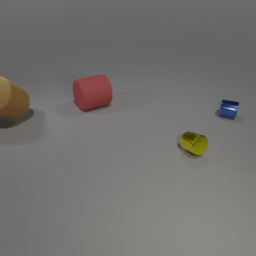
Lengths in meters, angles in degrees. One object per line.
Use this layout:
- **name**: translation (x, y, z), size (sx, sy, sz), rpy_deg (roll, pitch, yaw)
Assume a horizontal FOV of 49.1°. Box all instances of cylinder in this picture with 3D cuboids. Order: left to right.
- **cylinder**: translation (-4.894, -1.170, 11.163), size (1.400, 1.400, 1.400), rpy_deg (7, -9, 11)
- **cylinder**: translation (-1.629, -1.646, 12.825), size (1.400, 1.400, 1.400), rpy_deg (-17, 35, -27)
- **cylinder**: translation (2.299, 0.516, 9.737), size (0.700, 0.700, 0.700), rpy_deg (-14, 18, -22)
- **cylinder**: translation (4.348, -0.834, 12.069), size (0.700, 0.700, 0.700), rpy_deg (12, 33, 18)
